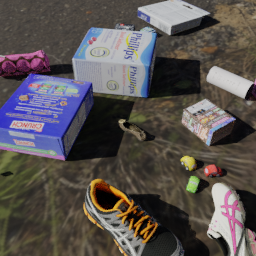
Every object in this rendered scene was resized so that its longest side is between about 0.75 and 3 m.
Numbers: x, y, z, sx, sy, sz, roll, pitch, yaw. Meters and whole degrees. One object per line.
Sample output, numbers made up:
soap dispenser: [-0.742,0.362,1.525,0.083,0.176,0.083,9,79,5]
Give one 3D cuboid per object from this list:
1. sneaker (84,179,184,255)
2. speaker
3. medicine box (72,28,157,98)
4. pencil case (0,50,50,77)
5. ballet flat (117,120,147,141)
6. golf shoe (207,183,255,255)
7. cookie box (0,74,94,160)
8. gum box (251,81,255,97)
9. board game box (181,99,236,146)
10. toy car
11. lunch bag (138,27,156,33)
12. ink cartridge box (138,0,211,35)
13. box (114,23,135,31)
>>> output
sneaker: [0.020,2.067,6.167,2.626,1.014,1.028,26,48,23]
speaker: [3.778,-1.691,10.363,1.630,0.662,0.662,34,53,30]
medicine box: [-0.380,-2.567,10.728,2.758,1.420,2.512,6,44,7]
pencil case: [-4.213,-2.598,11.079,2.116,0.991,0.960,-9,45,-11]
ballet flat: [0.127,0.012,8.846,0.405,0.279,1.202,-34,53,-30]
golf shoe: [2.204,2.106,6.312,0.919,0.725,1.997,-6,45,-3]
cookie box: [-2.571,-0.451,8.787,2.311,1.015,2.702,9,44,9]
gum box: [5.544,-1.301,9.944,1.995,0.660,1.132,-8,44,-9]
board game box: [2.507,-0.212,8.836,1.009,0.613,1.266,-25,49,-24]
toy car: [1.877,1.257,7.547,1.185,0.264,1.115,19,47,19]
lunch bag: [0.921,-4.623,13.691,0.812,0.335,0.653,-32,55,-28]
ink cartridge box: [2.420,-6.008,14.959,2.791,0.604,2.740,-24,49,-26]
box: [-0.187,-4.550,13.453,0.937,0.536,1.029,6,44,5]
